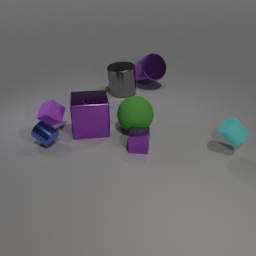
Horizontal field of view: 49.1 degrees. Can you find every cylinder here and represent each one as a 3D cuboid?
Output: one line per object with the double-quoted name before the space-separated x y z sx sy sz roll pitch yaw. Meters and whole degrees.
"cylinder" -2.959 0.198 10.003 0.700 0.700 0.700 33 37 7
"cylinder" -0.304 -2.458 14.138 1.400 1.400 1.400 -3 33 2
"cylinder" 3.444 0.107 9.163 0.700 0.700 0.700 -42 15 15
"cylinder" 1.125 -3.114 14.986 1.400 1.400 1.400 -12 2 -20

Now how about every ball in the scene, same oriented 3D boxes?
"ball" 0.287 -0.526 10.721 1.400 1.400 1.400 0 29 0

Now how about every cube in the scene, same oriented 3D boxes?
"cube" 0.393 0.422 9.817 0.700 0.700 0.700 3 29 5
"cube" -1.462 -0.542 10.822 1.400 1.400 1.400 -4 29 -8
"cube" -2.979 -0.581 10.883 0.700 0.700 0.700 -14 56 38
